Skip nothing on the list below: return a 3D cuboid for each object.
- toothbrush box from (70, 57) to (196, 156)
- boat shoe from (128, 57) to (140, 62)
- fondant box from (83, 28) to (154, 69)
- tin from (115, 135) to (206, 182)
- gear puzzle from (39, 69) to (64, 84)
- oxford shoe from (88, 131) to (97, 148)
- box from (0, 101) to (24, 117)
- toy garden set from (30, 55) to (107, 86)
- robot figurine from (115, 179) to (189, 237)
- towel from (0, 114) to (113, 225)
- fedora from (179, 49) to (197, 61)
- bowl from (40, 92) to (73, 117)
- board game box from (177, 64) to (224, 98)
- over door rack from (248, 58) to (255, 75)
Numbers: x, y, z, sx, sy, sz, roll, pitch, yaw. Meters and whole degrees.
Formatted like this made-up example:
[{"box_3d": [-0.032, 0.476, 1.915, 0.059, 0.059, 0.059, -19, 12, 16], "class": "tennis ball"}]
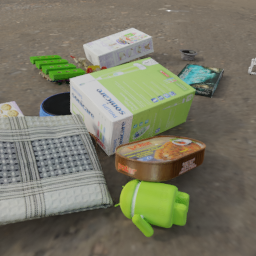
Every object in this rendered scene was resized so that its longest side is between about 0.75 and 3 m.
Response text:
[{"box_3d": [0.109, -0.781, 8.159, 2.938, 1.265, 2.139, -22, 50, -32], "class": "toothbrush box"}, {"box_3d": [0.112, -3.350, 13.431, 0.938, 0.324, 0.346, 2, 32, 4], "class": "boat shoe"}, {"box_3d": [-0.465, -3.749, 13.177, 2.740, 0.798, 1.977, -25, 38, -14], "class": "fondant box"}, {"box_3d": [0.767, 0.613, 6.341, 1.406, 0.526, 2.511, 18, 19, 38], "class": "tin"}, {"box_3d": [-3.243, -2.216, 11.756, 0.855, 0.216, 1.651, -18, 36, -34], "class": "gear puzzle"}, {"box_3d": [-1.585, 0.088, 7.695, 1.986, 0.708, 0.708, 19, 24, 24], "class": "oxford shoe"}, {"box_3d": [-3.052, 0.047, 7.834, 0.576, 0.538, 2.781, -18, 37, -26], "class": "box"}, {"box_3d": [-2.461, -2.443, 11.663, 2.370, 0.567, 2.843, -13, 32, -31], "class": "toy garden set"}, {"box_3d": [0.462, 1.436, 5.405, 1.367, 0.791, 1.199, 8, 35, 16], "class": "robot figurine"}, {"box_3d": [-1.951, 0.636, 5.824, 2.784, 0.481, 2.681, -3, 49, -27], "class": "towel"}, {"box_3d": [2.904, -3.537, 13.647, 0.910, 0.411, 0.804, -6, 34, -20], "class": "fedora"}, {"box_3d": [-1.906, -0.652, 9.102, 1.900, 0.373, 1.900, 0, 33, 0], "class": "bowl"}, {"box_3d": [2.825, -1.969, 11.234, 1.610, 0.335, 2.380, 14, 35, 21], "class": "board game box"}, {"box_3d": [6.048, -2.723, 12.231, 1.245, 0.561, 1.685, 18, 36, 25], "class": "over door rack"}]
